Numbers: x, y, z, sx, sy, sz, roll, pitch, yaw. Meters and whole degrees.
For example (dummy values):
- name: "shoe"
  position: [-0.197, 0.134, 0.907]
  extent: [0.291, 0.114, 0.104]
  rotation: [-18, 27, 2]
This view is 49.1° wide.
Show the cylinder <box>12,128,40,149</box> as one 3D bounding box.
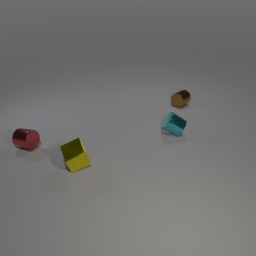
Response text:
- name: "cylinder"
  position: [-3.717, 0.384, 10.222]
  extent: [0.700, 0.700, 0.700]
  rotation: [6, 30, 25]

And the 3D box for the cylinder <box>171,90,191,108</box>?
- name: "cylinder"
  position: [2.526, -1.402, 13.380]
  extent: [0.700, 0.700, 0.700]
  rotation: [26, 39, 37]

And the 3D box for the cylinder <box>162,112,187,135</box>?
- name: "cylinder"
  position: [1.823, -0.171, 11.010]
  extent: [0.700, 0.700, 0.700]
  rotation: [29, 28, -12]

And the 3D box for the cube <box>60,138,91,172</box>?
- name: "cube"
  position: [-1.711, 0.879, 9.127]
  extent: [0.700, 0.700, 0.700]
  rotation: [-24, 53, -8]
